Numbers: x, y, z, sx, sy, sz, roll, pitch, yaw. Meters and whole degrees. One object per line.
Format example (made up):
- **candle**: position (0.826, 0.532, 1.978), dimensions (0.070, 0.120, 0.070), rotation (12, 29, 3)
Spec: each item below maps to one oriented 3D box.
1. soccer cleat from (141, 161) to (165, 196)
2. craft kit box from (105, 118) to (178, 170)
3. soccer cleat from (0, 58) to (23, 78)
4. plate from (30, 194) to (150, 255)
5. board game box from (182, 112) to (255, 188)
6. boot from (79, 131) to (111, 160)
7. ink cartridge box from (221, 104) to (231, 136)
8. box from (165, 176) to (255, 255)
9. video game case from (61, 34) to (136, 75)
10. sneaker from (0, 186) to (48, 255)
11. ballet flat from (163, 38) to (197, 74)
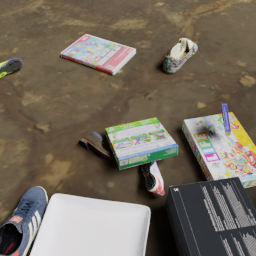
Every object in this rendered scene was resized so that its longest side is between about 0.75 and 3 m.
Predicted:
- **soccer cleat**: position (0.742, 1.374, 8.178), dimensions (0.490, 0.526, 1.438), rotation (-40, 27, 19)
- **craft kit box**: position (0.358, 0.409, 8.762), dimensions (1.827, 0.443, 1.805), rotation (-12, 36, -11)
- **soccer cleat**: position (-5.281, -2.443, 11.726), dimensions (1.795, 0.580, 0.751), rotation (-24, 21, -15)
- **plate**: position (-0.920, 2.970, 6.646), dimensions (2.675, 0.432, 2.669), rotation (6, 48, 6)
- **board game box**: position (3.003, 0.671, 8.762), dimensions (1.773, 0.451, 2.638), rotation (-10, 48, -9)
- **boot**: position (-0.909, 0.515, 8.909), dimensions (1.271, 0.475, 0.616), rotation (28, 55, 26)
- **ink cartridge box**: position (2.926, -0.255, 8.331), dimensions (0.201, 0.854, 0.844), rotation (-7, 75, 15)
- **box**: position (2.133, 2.620, 6.547), dimensions (1.886, 1.054, 2.673), rotation (-5, 48, -9)
- **video game case**: position (-1.326, -3.396, 12.701), dimensions (2.808, 0.245, 2.008), rotation (22, 51, 20)
- **sneaker**: position (-2.631, 2.297, 6.916), dimensions (0.838, 0.944, 2.235), rotation (5, 47, 5)
- **ballet flat**: position (2.359, -3.376, 12.214), dimensions (0.944, 0.944, 2.625), rotation (24, 51, 21)
